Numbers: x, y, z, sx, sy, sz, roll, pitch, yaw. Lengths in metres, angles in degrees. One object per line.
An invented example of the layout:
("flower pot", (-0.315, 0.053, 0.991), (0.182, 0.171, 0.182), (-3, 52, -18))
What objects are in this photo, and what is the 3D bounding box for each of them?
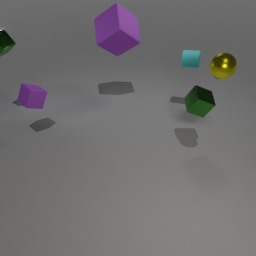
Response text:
("cylinder", (2.653, -2.890, 11.755), (0.700, 0.700, 0.700), (7, 31, 16))
("cube", (-3.540, -1.172, 10.350), (0.700, 0.700, 0.700), (33, 20, 33))
("cube", (-4.973, -3.277, 10.891), (0.700, 0.700, 0.700), (-26, 18, 38))
("cube", (2.436, -0.901, 9.548), (0.700, 0.700, 0.700), (17, 47, -19))
("ball", (2.520, -1.639, 7.419), (0.700, 0.700, 0.700), (0, 30, 0))
("cube", (-0.475, -4.268, 12.305), (1.400, 1.400, 1.400), (-21, -23, 35))
